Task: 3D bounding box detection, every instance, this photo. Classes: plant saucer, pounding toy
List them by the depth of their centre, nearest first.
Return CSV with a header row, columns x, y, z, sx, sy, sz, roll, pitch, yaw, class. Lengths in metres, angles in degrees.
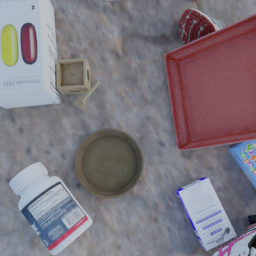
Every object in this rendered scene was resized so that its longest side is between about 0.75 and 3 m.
x,y,z,sx,sy,sz,roll,pitch,yaw,class
2.395,-1.000,7.171,2.871,0.527,2.865,-14,79,41,plant saucer
-0.515,0.966,7.723,1.903,0.280,1.903,0,81,-1,plant saucer
-1.327,-1.183,7.846,1.194,0.622,1.359,-3,81,4,pounding toy

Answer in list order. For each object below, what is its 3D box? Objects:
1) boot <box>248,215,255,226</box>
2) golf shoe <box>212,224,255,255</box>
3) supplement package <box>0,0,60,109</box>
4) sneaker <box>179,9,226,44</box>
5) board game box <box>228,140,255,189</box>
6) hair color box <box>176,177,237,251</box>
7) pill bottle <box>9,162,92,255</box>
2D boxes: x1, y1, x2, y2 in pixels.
x,y,z,sx,sy,sz,roll,pitch,yaw,class
3.994,2.890,7.246,1.583,0.604,1.330,-8,78,6,boot
2.622,3.070,6.557,2.336,1.076,0.848,-41,69,-6,golf shoe
-2.884,-2.176,7.502,1.694,1.631,2.978,-6,82,-1,supplement package
2.539,-2.503,8.005,2.572,1.001,1.057,43,45,15,sneaker
4.267,0.688,7.560,2.380,0.436,1.800,-32,80,0,board game box
2.036,2.235,7.407,0.894,0.530,1.636,-24,80,-4,hair color box
-1.991,1.961,7.089,1.240,1.240,2.074,-39,82,-5,pill bottle
